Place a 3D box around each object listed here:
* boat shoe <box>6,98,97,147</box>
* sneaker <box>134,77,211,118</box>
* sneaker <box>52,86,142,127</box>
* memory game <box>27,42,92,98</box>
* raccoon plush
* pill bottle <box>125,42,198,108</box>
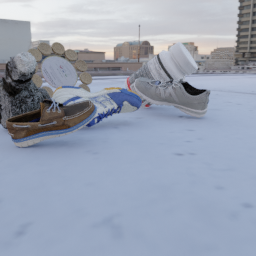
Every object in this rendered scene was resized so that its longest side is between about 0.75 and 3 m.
[{"bbox_3d":[-1.579,-0.213,5.803,1.890,0.684,0.683,-23,38,-7],"label":"boat shoe"},{"bbox_3d":[1.398,-1.216,8.714,2.432,0.997,0.909,18,43,7],"label":"sneaker"},{"bbox_3d":[-0.812,-0.471,7.689,2.481,0.934,1.093,-1,57,-10],"label":"sneaker"},{"bbox_3d":[-2.746,-2.179,11.263,2.924,2.924,0.186,-12,-13,-40],"label":"memory game"},{"bbox_3d":[-2.314,-0.877,7.302,2.735,1.323,1.833,-23,-2,44],"label":"raccoon plush"},{"bbox_3d":[1.204,-1.921,10.281,2.447,1.393,1.393,-34,-2,26],"label":"pill bottle"}]
